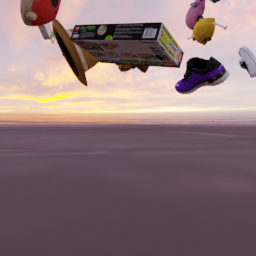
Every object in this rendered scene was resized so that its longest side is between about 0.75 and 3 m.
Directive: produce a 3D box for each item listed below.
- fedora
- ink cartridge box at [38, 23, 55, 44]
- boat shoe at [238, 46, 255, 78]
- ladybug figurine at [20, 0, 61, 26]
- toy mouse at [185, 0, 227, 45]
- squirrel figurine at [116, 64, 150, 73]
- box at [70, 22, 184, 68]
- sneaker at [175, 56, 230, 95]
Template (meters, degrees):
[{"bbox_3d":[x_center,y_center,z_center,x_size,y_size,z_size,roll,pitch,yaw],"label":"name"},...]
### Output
[{"bbox_3d":[-1.790,-2.930,10.494,1.151,2.822,2.822,-30,7,-11],"label":"fedora"},{"bbox_3d":[-3.561,-4.241,12.256,0.316,0.554,1.067,-4,-37,10],"label":"ink cartridge box"},{"bbox_3d":[3.745,-2.096,8.839,0.462,0.520,1.415,-24,40,12],"label":"boat shoe"},{"bbox_3d":[-1.554,-2.581,5.253,0.628,1.745,1.185,13,-30,-16],"label":"ladybug figurine"},{"bbox_3d":[1.864,-3.112,7.100,0.439,2.014,2.266,6,-2,-7],"label":"toy mouse"},{"bbox_3d":[0.011,-3.106,11.321,2.044,1.550,2.190,17,25,-9],"label":"squirrel figurine"},{"bbox_3d":[-0.052,-2.154,7.369,2.677,0.465,1.473,12,-7,32],"label":"box"},{"bbox_3d":[2.672,-2.221,11.228,1.294,0.905,2.602,43,-28,-21],"label":"sneaker"}]
